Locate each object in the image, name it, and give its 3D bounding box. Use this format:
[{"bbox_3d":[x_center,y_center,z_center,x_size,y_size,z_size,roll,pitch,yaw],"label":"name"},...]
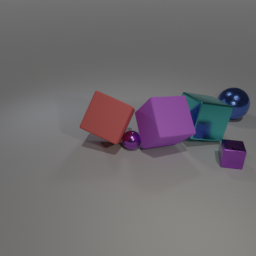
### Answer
[{"bbox_3d":[4.563,-1.061,12.188,1.400,1.400,1.400,0,29,0],"label":"ball"},{"bbox_3d":[-0.685,-0.360,10.024,1.400,1.400,1.400,25,2,4],"label":"cube"},{"bbox_3d":[1.244,-0.190,9.726,1.400,1.400,1.400,-5,-17,-24],"label":"cube"},{"bbox_3d":[3.471,0.869,9.346,0.700,0.700,0.700,6,29,9],"label":"cube"},{"bbox_3d":[0.133,0.435,10.164,0.700,0.700,0.700,0,29,0],"label":"ball"},{"bbox_3d":[2.786,-0.436,10.555,1.400,1.400,1.400,5,20,-21],"label":"cube"}]
